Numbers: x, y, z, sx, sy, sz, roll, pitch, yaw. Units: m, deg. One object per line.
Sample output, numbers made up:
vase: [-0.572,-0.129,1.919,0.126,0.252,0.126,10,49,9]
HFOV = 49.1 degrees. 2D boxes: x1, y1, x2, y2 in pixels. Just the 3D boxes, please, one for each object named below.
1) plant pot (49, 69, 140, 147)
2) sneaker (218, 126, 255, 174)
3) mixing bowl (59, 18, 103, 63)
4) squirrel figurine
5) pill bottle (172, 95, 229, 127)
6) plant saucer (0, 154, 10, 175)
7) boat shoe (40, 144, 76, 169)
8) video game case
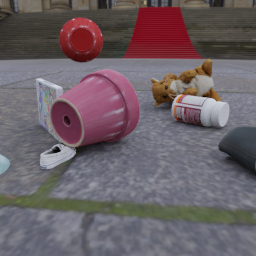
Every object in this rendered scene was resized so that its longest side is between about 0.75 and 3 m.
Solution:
plant pot: [-0.968,-0.395,7.357,1.982,1.982,1.774,13,28,36]
sneaker: [3.590,0.267,6.611,2.727,1.020,1.449,-9,22,-23]
mixing bowl: [-1.776,-3.377,10.740,1.733,1.733,0.938,-3,15,-10]
squirrel figurine: [2.237,-1.650,12.265,2.574,1.952,2.758,-13,5,-7]
pill bottle: [2.440,-0.578,9.506,1.731,0.948,0.948,15,22,40]
plant saucer: [-3.558,0.782,6.191,1.735,0.334,1.735,0,17,0]
boat shoe: [-1.636,0.587,6.691,0.439,0.390,1.194,6,18,18]
video game case: [-2.378,-0.594,8.513,0.197,1.566,2.187,-10,20,-29]
